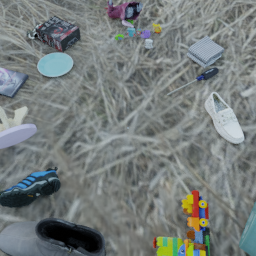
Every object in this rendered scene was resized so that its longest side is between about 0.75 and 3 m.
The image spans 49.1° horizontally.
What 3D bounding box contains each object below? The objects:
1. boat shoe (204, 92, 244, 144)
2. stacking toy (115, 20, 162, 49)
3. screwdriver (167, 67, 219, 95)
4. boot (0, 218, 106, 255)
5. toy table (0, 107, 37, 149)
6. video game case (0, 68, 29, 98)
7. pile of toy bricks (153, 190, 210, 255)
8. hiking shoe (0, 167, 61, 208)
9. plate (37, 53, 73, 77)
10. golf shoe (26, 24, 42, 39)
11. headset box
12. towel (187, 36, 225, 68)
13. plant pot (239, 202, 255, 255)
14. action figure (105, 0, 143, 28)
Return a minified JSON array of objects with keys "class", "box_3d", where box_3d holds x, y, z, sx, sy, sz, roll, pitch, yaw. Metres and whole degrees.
[{"class":"boat shoe","box_3d":[3.295,-0.395,9.589,0.719,0.703,2.029,-18,57,-13]},{"class":"stacking toy","box_3d":[0.456,-4.229,12.546,1.833,0.431,1.382,14,54,12]},{"class":"screwdriver","box_3d":[2.491,-1.826,10.808,2.513,0.350,0.366,-23,86,-19]},{"class":"boot","box_3d":[-1.920,2.583,6.708,2.928,1.927,1.022,5,55,4]},{"class":"toy table","box_3d":[-3.837,-0.037,9.020,1.545,1.420,0.905,-20,72,-21]},{"class":"video game case","box_3d":[-4.950,-1.830,10.959,1.707,0.162,1.219,15,56,11]},{"class":"pile of toy bricks","box_3d":[1.281,3.017,6.868,1.389,1.561,2.814,-3,70,17]},{"class":"hiking shoe","box_3d":[-2.888,1.747,8.200,1.815,0.675,0.787,-15,35,-12]},{"class":"plate","box_3d":[-2.957,-2.555,11.458,1.437,0.184,1.437,0,54,0]},{"class":"golf shoe","box_3d":[-4.103,-4.325,12.661,0.469,0.386,0.994,38,62,3]},{"class":"headset box","box_3d":[-2.985,-4.105,12.283,1.666,0.625,1.238,29,60,19]},{"class":"towel","box_3d":[3.256,-3.196,11.683,1.298,0.555,1.075,-37,63,-23]},{"class":"plant pot","box_3d":[4.014,2.631,6.517,2.326,2.475,2.475,23,57,24]},{"class":"action figure","box_3d":[-0.311,-5.363,13.074,2.080,1.549,1.393,15,8,40]}]
